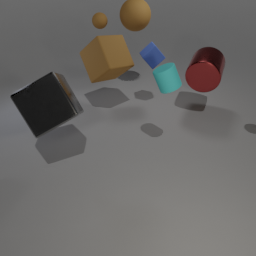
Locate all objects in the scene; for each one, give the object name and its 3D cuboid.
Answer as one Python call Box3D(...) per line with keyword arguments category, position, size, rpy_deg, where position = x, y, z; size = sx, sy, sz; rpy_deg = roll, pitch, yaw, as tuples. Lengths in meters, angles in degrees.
Box3D(category="cube", position=(-2.343, -0.709, 8.417), size=(1.400, 1.400, 1.400), rpy_deg=(-29, 8, 2))
Box3D(category="cube", position=(-0.867, -2.833, 11.496), size=(1.400, 1.400, 1.400), rpy_deg=(-20, -2, -43))
Box3D(category="cylinder", position=(1.191, -1.512, 8.498), size=(0.700, 0.700, 0.700), rpy_deg=(-22, 25, 11))
Box3D(category="ball", position=(0.324, -5.047, 12.498), size=(1.400, 1.400, 1.400), rpy_deg=(0, 33, 0))
Box3D(category="cube", position=(1.001, -3.002, 11.572), size=(0.700, 0.700, 0.700), rpy_deg=(-40, 29, 14))
Box3D(category="cylinder", position=(3.193, -2.407, 11.525), size=(1.400, 1.400, 1.400), rpy_deg=(12, 43, 18))
Box3D(category="ball", position=(-1.262, -4.799, 12.529), size=(0.700, 0.700, 0.700), rpy_deg=(0, 33, 0))
